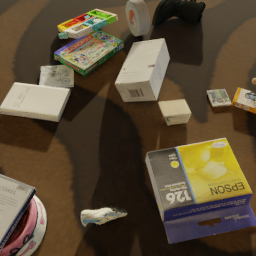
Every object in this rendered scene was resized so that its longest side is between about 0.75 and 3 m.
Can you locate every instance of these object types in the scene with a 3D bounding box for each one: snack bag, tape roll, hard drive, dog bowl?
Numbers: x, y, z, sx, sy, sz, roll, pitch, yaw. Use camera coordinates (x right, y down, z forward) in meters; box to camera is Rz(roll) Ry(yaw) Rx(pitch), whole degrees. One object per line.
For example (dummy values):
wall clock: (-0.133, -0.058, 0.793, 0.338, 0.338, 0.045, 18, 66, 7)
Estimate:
snack bag: (-3.183, -2.287, 12.490, 1.538, 0.165, 1.450, -5, 53, -5)
tape roll: (0.471, -5.481, 13.911, 0.566, 1.713, 1.713, -20, 56, -14)
hard drive: (-3.781, -1.100, 11.494, 2.432, 0.320, 1.604, 8, 54, 6)
dog bowl: (-3.725, 2.789, 8.212, 2.501, 0.922, 2.501, 0, 53, 0)

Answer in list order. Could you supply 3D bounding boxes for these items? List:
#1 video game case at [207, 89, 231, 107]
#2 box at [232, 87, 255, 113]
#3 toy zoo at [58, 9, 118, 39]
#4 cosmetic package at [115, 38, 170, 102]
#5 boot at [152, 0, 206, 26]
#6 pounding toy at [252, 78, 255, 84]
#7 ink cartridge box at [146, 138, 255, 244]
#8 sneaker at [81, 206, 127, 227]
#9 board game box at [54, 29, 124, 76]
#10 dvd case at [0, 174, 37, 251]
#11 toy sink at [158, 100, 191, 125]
video game case: (3.820, -1.271, 11.765, 0.791, 0.102, 0.870, -6, 53, -5)
box: (5.121, -1.061, 11.496, 1.486, 0.308, 0.885, 24, 57, 14)
toy zoo: (-2.260, -5.304, 14.355, 2.982, 0.305, 1.957, -33, 45, -23)
cosmetic package: (0.685, -2.448, 11.773, 1.556, 1.119, 2.757, -1, 51, 25)
boot: (2.741, -6.069, 14.878, 2.235, 1.009, 2.727, 24, 57, 11)
pounding toy: (5.705, -1.565, 11.671, 1.176, 0.546, 0.908, 24, 13, -25)
ink cartridge box: (2.322, 1.877, 9.074, 2.925, 0.696, 2.960, -9, 52, -7)
sneaker: (-0.726, 2.719, 8.604, 1.432, 0.515, 0.519, -4, 92, -12)
board game box: (-1.799, -3.684, 13.290, 1.904, 0.412, 2.829, 32, 56, 20)
dvd case: (-4.094, 2.506, 7.648, 2.024, 0.333, 2.693, 17, 54, 12)
toy sink: (1.738, -0.585, 10.875, 1.135, 0.636, 0.740, -8, 54, -15)
